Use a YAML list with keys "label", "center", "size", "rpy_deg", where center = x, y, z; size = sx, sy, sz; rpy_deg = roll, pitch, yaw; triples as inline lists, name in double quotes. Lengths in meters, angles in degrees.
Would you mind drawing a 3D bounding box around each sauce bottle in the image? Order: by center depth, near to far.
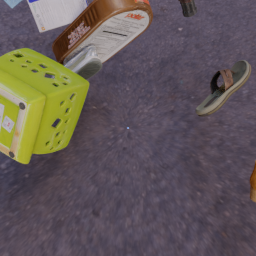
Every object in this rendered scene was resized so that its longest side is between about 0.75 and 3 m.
- label: "sauce bottle"
  center: [1.426, -3.925, 7.378]
  size: [0.665, 2.015, 0.665]
  rpy_deg: [-17, 45, 18]

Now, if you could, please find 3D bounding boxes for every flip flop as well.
- label: "flip flop"
  center: [2.324, -1.088, 6.990]
  size: [2.027, 0.822, 0.584]
  rpy_deg: [-44, 101, -16]

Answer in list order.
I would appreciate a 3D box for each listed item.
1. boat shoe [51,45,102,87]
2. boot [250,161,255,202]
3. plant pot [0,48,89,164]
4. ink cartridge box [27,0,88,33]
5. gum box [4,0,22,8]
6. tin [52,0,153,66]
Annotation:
- label: "boat shoe"
  center: [-1.425, -1.410, 7.108]
  size: [1.800, 0.663, 0.577]
  rpy_deg: [-28, 66, 31]
- label: "boot"
  center: [2.800, 0.899, 4.761]
  size: [1.362, 0.975, 0.479]
  rpy_deg: [0, 37, 6]
- label: "plant pot"
  center: [-2.090, -0.433, 5.634]
  size: [1.751, 1.760, 1.597]
  rpy_deg: [29, 27, 11]
- label: "ink cartridge box"
  center: [-1.645, -3.040, 6.410]
  size: [1.357, 1.341, 0.319]
  rpy_deg: [-13, 25, 9]
- label: "gum box"
  center: [-3.364, -4.563, 8.274]
  size: [1.540, 1.308, 0.343]
  rpy_deg: [-32, 46, 12]
- label: "tin"
  center: [-0.670, -2.310, 7.035]
  size: [1.658, 2.960, 0.620]
  rpy_deg: [-17, 82, -50]
